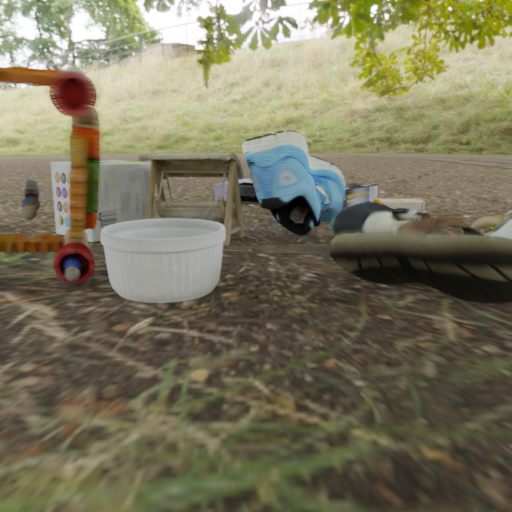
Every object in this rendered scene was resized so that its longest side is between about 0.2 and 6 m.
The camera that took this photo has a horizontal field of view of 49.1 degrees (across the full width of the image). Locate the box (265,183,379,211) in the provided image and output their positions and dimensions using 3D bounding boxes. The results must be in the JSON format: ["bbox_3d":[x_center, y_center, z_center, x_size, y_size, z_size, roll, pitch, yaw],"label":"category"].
[{"bbox_3d":[1.613,-1.413,13.417,1.842,0.562,2.326,10,16,37],"label":"box"}]

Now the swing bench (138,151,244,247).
[{"bbox_3d":[-1.048,-1.004,9.422,1.518,1.526,0.990,3,13,15],"label":"swing bench"}]

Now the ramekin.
[{"bbox_3d":[-1.070,0.034,6.564,1.437,0.754,1.437,0,12,0],"label":"ramekin"}]

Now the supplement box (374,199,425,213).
[{"bbox_3d":[3.123,-1.048,12.271,0.973,0.358,0.613,0,13,0],"label":"supplement box"}]

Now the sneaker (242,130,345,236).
[{"bbox_3d":[0.718,-1.034,10.247,1.307,1.500,3.335,-8,-12,27],"label":"sneaker"}]

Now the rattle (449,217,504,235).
[{"bbox_3d":[3.483,-0.148,8.744,1.059,0.757,0.690,-9,-29,42],"label":"rattle"}]

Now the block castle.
[{"bbox_3d":[-2.678,-0.894,6.430,1.706,2.553,1.198,0,27,-17],"label":"block castle"}]

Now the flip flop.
[{"bbox_3d":[2.000,-0.068,6.319,2.515,1.020,0.724,5,56,43],"label":"flip flop"}]

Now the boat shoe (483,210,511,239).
[{"bbox_3d":[3.519,-0.221,7.151,2.855,0.976,1.067,-3,13,-10],"label":"boat shoe"}]

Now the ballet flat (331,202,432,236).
[{"bbox_3d":[2.067,-0.481,8.750,1.911,0.698,0.698,-2,11,-34],"label":"ballet flat"}]

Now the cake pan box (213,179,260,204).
[{"bbox_3d":[0.086,-1.735,15.011,1.860,0.528,2.019,4,13,26],"label":"cake pan box"}]

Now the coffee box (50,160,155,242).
[{"bbox_3d":[-2.730,-1.029,10.003,1.290,1.303,1.305,12,17,42],"label":"coffee box"}]
